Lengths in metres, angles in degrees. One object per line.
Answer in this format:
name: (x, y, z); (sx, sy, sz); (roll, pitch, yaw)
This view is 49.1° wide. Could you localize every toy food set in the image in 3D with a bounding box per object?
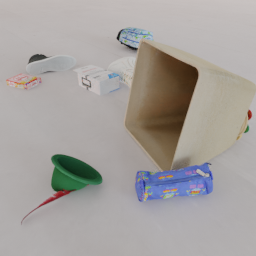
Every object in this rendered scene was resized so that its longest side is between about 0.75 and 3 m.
toy food set: (3.047, -0.283, 8.021); (0.277, 1.126, 1.137); (-6, 58, -23)

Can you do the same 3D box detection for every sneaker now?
sneaker: (0.275, -2.033, 11.138); (2.863, 1.116, 1.423); (15, 38, 25)
sneaker: (-3.641, -3.153, 13.161); (2.286, 0.808, 1.134); (-14, 39, -14)

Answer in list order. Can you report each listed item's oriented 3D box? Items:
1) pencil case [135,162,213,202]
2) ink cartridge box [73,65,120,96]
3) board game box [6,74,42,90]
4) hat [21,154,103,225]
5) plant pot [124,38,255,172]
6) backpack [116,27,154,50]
pencil case: (1.035, 1.190, 6.166); (1.755, 0.762, 0.685); (-6, 65, -8)
ink cartridge box: (-1.318, -2.004, 11.484); (1.055, 0.617, 1.818); (-26, 40, -36)
board game box: (-4.352, -1.944, 11.730); (1.125, 0.261, 0.852); (14, 34, 22)
hat: (-1.499, 1.425, 6.378); (1.470, 1.294, 1.218); (24, 8, -30)
plant pot: (1.692, -0.661, 7.629); (2.416, 2.725, 2.729); (-3, 30, -27)
backpack: (0.560, -4.988, 15.784); (1.603, 1.511, 1.965); (4, 37, -37)
